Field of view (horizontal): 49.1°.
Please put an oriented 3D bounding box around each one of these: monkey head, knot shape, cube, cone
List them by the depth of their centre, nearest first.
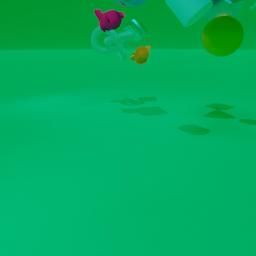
[{"bbox_3d":[-0.605,-3.425,8.654,0.698,0.833,1.158,-26,10,37],"label":"monkey head"},{"bbox_3d":[2.907,-2.883,8.726,1.161,1.161,1.166,4,21,13],"label":"cone"},{"bbox_3d":[3.106,-3.908,9.105,0.815,0.815,0.815,-28,59,-32],"label":"cube"},{"bbox_3d":[-0.475,-3.285,10.709,1.671,0.772,1.564,26,-20,-29],"label":"knot shape"},{"bbox_3d":[0.475,-3.144,11.964,0.849,0.711,1.180,26,43,32],"label":"monkey head"}]

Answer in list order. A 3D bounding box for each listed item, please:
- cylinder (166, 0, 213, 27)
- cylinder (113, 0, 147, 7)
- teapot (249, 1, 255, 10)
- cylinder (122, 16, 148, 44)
[{"bbox_3d":[1.347,-2.779,6.204,0.752,0.752,0.752,-36,-2,-2],"label":"cylinder"},{"bbox_3d":[0.044,-4.047,8.031,1.067,1.067,1.067,-4,23,-13],"label":"cylinder"},{"bbox_3d":[3.409,-3.337,6.685,0.774,1.244,0.609,49,50,6],"label":"teapot"},{"bbox_3d":[0.277,-3.835,10.969,0.739,0.739,0.739,-42,16,15],"label":"cylinder"}]
